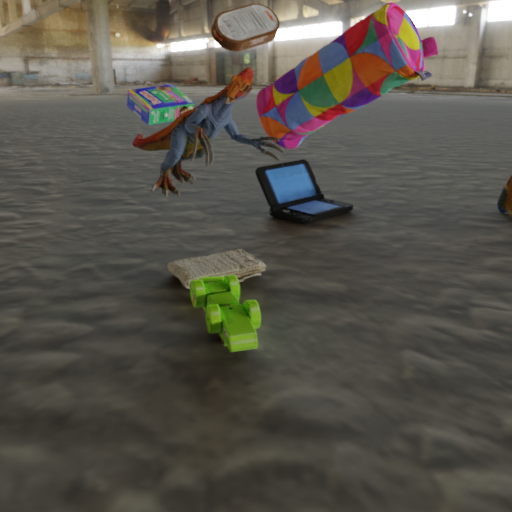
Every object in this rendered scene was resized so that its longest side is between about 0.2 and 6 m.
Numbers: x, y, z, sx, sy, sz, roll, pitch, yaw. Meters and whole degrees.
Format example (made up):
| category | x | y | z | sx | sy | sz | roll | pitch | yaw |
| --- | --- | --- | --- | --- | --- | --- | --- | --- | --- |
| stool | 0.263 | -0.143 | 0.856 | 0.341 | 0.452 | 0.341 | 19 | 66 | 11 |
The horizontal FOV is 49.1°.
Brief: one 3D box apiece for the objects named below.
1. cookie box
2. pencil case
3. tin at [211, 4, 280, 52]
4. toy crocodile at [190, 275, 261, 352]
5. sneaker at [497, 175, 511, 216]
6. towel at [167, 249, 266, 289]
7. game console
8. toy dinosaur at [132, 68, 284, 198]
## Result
| category | x | y | z | sx | sy | sz | roll | pitch | yaw |
| --- | --- | --- | --- | --- | --- | --- | --- | --- | --- |
| cookie box | -2.045 | -3.235 | 11.955 | 1.102 | 0.414 | 0.943 | -21 | 50 | -35 |
| pencil case | 1.102 | -2.283 | 7.377 | 2.363 | 1.044 | 1.044 | -20 | 4 | 39 |
| tin | -0.181 | -4.327 | 10.593 | 1.418 | 0.794 | 0.297 | -29 | -8 | -27 |
| toy crocodile | -0.402 | 0.696 | 7.021 | 0.618 | 0.566 | 1.832 | -8 | 25 | -19 |
| sneaker | 5.824 | -1.091 | 11.829 | 0.983 | 0.840 | 2.230 | 18 | 25 | 3 |
| towel | -0.620 | 0.201 | 8.763 | 1.374 | 0.237 | 0.911 | -10 | 20 | -24 |
| game console | 1.071 | -1.434 | 12.186 | 1.718 | 1.000 | 1.511 | -18 | 26 | -40 |
| toy dinosaur | -0.764 | -1.655 | 6.991 | 2.109 | 1.914 | 1.107 | 37 | 32 | 15 |
